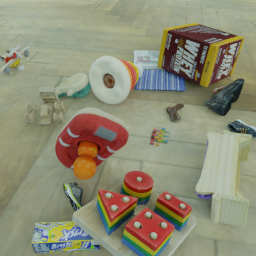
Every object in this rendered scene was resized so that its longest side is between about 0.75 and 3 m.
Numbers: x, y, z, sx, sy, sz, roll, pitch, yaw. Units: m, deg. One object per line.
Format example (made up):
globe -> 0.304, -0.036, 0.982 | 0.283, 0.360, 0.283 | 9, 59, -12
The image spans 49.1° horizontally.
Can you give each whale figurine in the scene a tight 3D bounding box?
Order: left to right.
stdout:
whale figurine -> -2.383, -1.683, 12.168 | 1.699, 0.881, 1.351 | -20, 40, 14

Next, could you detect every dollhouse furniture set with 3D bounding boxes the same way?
dollhouse furniture set -> -3.176, -0.734, 11.080 | 1.389, 0.984, 1.512 | -2, 61, -1

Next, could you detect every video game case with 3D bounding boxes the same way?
video game case -> 1.290, -3.586, 14.697 | 1.973, 0.234, 1.796 | 2, 40, 1

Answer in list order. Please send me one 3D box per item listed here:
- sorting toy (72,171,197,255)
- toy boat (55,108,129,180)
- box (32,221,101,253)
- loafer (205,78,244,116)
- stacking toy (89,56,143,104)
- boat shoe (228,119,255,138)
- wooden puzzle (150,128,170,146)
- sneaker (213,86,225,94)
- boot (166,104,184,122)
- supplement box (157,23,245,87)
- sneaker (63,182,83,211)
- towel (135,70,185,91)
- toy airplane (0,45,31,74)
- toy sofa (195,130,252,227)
sorting toy -> 0.286, 2.084, 7.035 | 2.347, 0.822, 2.361 | 28, 31, 29
toy boat -> -1.165, 0.692, 8.034 | 1.667, 2.554, 1.669 | 24, 54, -22
box -> -1.497, 2.717, 7.013 | 1.630, 0.524, 0.571 | -1, 40, -2
loafer -> 4.128, -1.469, 11.718 | 0.890, 0.896, 2.461 | 25, 46, 29
stacking toy -> -0.207, -2.302, 12.246 | 1.990, 1.990, 2.723 | 21, 31, 23
boat shoe -> 4.218, 0.105, 10.244 | 0.517, 0.403, 1.139 | -22, 38, -24
wooden puzzle -> 1.174, 0.305, 10.222 | 0.620, 0.073, 1.046 | 9, 41, 10
sneaker -> 4.127, -1.628, 12.440 | 0.752, 0.290, 0.308 | -19, 71, -22
boot -> 1.985, -0.584, 11.120 | 0.793, 0.273, 0.851 | -17, 39, -1
supplement box -> 3.365, -3.533, 13.116 | 2.748, 1.825, 2.711 | 32, 41, 32
sneaker -> -1.469, 1.943, 8.040 | 0.456, 0.416, 1.127 | -19, 45, -26
towel -> 1.522, -2.219, 13.143 | 2.280, 0.272, 1.651 | 2, 42, 5
toy airplane -> -5.492, -3.326, 13.712 | 1.615, 1.140, 1.608 | -33, 26, 12
toy sofa -> 2.801, 1.341, 8.135 | 1.332, 1.131, 2.730 | 6, 41, 20
